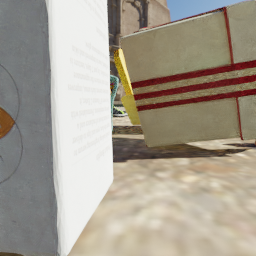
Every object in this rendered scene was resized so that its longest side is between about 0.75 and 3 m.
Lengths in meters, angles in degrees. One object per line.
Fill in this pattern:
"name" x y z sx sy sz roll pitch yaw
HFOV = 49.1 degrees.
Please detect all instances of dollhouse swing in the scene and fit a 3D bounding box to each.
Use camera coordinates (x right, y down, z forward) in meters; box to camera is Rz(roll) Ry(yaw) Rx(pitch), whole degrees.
"dollhouse swing" 0.921 -1.176 7.840 2.129 2.060 2.343 -3 2 19

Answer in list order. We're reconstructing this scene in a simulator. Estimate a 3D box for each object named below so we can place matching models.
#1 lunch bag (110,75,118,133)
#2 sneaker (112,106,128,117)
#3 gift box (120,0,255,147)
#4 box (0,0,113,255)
"lunch bag" -1.922 -0.659 6.533 2.729 1.664 2.325 4 4 -27
"sneaker" -0.751 -0.908 14.335 1.708 0.707 0.612 -1 5 -13
"gift box" 1.374 -0.840 4.794 2.140 2.292 2.115 -9 25 22
"box" -1.033 -0.528 1.791 1.667 2.189 1.164 0 6 8
